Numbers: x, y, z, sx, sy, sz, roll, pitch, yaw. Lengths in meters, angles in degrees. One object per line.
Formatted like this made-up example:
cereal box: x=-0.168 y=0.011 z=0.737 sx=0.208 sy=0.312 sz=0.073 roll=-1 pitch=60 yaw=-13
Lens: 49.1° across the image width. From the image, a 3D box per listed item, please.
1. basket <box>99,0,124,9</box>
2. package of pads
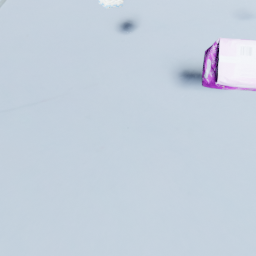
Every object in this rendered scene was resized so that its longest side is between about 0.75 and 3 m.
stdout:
basket: x=-0.437 y=-3.730 z=7.474 sx=0.818 sy=0.927 sz=0.645 roll=-20 pitch=53 yaw=-35
package of pads: x=1.913 y=-0.803 z=3.816 sx=1.665 sy=0.630 sz=1.003 roll=5 pitch=4 yaw=3
